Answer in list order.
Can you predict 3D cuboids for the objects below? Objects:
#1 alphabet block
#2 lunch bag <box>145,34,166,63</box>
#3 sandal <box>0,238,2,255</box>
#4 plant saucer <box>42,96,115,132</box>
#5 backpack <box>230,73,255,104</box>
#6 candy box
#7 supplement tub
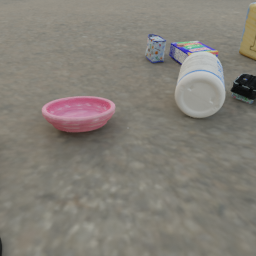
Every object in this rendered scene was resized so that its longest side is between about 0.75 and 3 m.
[{"bbox_3d":[6.675,-4.141,12.186,2.283,2.295,2.337,-14,36,-19],"label":"alphabet block"},{"bbox_3d":[1.178,-3.569,12.485,0.732,1.005,1.182,-7,32,-20],"label":"lunch bag"},{"bbox_3d":[-2.476,2.162,3.779,1.105,0.663,2.943,-11,26,-8],"label":"sandal"},{"bbox_3d":[-1.353,-0.392,7.839,2.000,0.507,2.000,0,23,0],"label":"plant saucer"},{"bbox_3d":[3.967,-1.347,9.274,0.904,0.766,1.018,27,50,23],"label":"backpack"},{"bbox_3d":[2.843,-3.269,12.335,1.452,0.661,1.717,-10,35,-17],"label":"candy box"},{"bbox_3d":[2.262,-1.410,8.765,1.432,1.432,2.171,8,34,12],"label":"supplement tub"}]
